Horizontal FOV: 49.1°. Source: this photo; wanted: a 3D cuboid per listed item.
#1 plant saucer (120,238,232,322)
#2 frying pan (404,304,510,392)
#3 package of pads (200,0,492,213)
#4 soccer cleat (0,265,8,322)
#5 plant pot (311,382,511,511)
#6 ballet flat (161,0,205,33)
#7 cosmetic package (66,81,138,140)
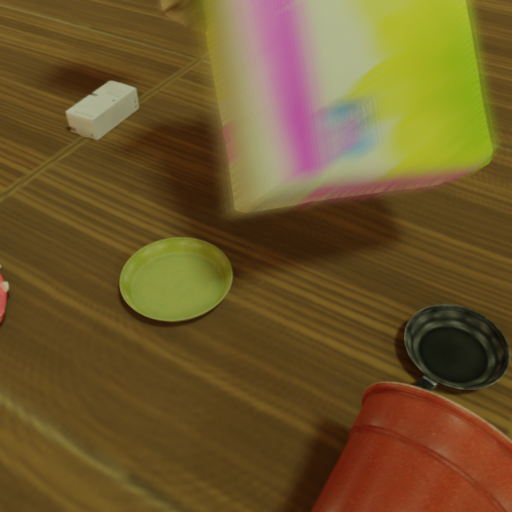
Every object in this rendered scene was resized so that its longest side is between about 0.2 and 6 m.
[{"bbox_3d":[-1.141,0.368,8.088,1.604,0.249,1.604,0,45,0],"label":"plant saucer"},{"bbox_3d":[2.414,1.472,6.933,1.304,0.351,2.155,14,49,15],"label":"frying pan"},{"bbox_3d":[1.105,-2.948,7.294,3.372,1.488,4.364,-9,88,-19],"label":"package of pads"},{"bbox_3d":[-4.219,0.245,7.956,0.979,0.854,2.559,-41,57,18],"label":"soccer cleat"},{"bbox_3d":[1.316,2.465,5.059,1.875,1.875,1.824,29,60,25],"label":"plant pot"},{"bbox_3d":[-1.183,-3.863,8.159,0.634,2.035,0.686,-18,81,4],"label":"ballet flat"},{"bbox_3d":[-3.039,-2.914,11.159,0.698,0.508,1.373,20,47,19],"label":"cosmetic package"}]
